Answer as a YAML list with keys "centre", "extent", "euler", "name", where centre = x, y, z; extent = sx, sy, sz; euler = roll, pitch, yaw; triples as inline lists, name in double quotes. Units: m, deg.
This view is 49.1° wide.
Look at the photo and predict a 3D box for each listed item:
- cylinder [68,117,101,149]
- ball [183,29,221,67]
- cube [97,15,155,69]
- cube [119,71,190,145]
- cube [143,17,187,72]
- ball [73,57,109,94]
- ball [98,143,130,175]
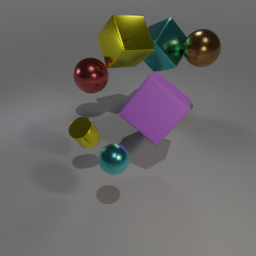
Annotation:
- centre: [-1.229, 0.144, 7.993]
  extent: [0.700, 0.700, 0.700]
  euler: [-9, 60, 15]
  name: "cylinder"
- centre: [2.797, -3.018, 10.622]
  extent: [1.400, 1.400, 1.400]
  euler: [0, 30, 0]
  name: "ball"
- centre: [-0.103, -3.202, 10.514]
  extent: [1.400, 1.400, 1.400]
  euler: [-12, -9, -32]
  name: "cube"
- centre: [0.821, -0.624, 8.148]
  extent: [1.400, 1.400, 1.400]
  euler: [40, 21, -1]
  name: "cube"
- centre: [1.384, -3.315, 11.364]
  extent: [1.400, 1.400, 1.400]
  euler: [4, 58, 56]
  name: "cube"
- centre: [-1.457, -2.067, 11.067]
  extent: [1.400, 1.400, 1.400]
  euler: [0, 30, 0]
  name: "ball"
- centre: [-0.315, 0.696, 6.259]
  extent: [0.700, 0.700, 0.700]
  euler: [0, 30, 0]
  name: "ball"
